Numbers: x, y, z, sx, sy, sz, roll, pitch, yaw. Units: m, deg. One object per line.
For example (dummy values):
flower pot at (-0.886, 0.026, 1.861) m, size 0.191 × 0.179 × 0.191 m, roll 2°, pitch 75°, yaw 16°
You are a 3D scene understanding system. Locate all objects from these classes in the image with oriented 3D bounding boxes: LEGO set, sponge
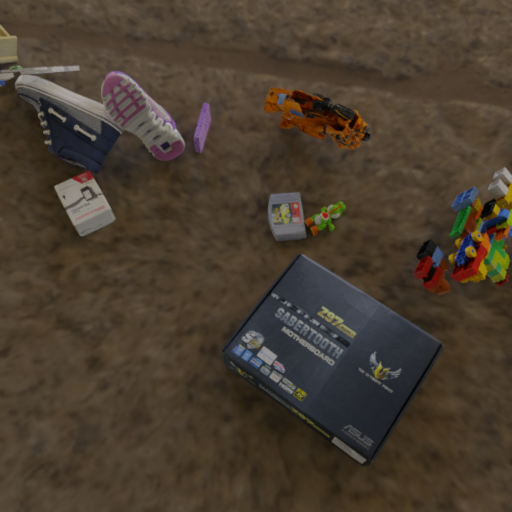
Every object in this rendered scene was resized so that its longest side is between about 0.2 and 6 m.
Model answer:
LEGO set at (-5.148, -3.651, 11.683) m, size 2.373 × 0.582 × 1.773 m, roll 0°, pitch 19°, yaw 13°
sponge at (-1.102, -2.629, 11.502) m, size 0.137 × 0.511 × 0.916 m, roll 10°, pitch 64°, yaw 5°

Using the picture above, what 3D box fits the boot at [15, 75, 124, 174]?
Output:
boot at (-4.027, -2.679, 11.305) m, size 2.799 × 1.018 × 1.264 m, roll 25°, pitch 84°, yaw 24°

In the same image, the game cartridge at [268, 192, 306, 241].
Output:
game cartridge at (0.566, -0.764, 10.738) m, size 0.667 × 0.205 × 1.001 m, roll -7°, pitch 63°, yaw 1°

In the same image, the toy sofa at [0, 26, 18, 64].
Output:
toy sofa at (-6.204, -4.983, 12.656) m, size 0.779 × 0.918 × 1.882 m, roll -25°, pitch 63°, yaw -40°

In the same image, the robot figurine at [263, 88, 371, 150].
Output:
robot figurine at (1.228, -2.646, 10.909) m, size 2.089 × 1.514 × 0.608 m, roll 27°, pitch 91°, yaw 32°

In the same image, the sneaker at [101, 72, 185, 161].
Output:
sneaker at (-2.217, -2.807, 10.958) m, size 0.828 × 2.060 × 0.911 m, roll -27°, pitch 45°, yaw 17°

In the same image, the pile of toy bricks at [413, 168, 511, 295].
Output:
pile of toy bricks at (4.031, -0.119, 9.927) m, size 1.388 × 1.560 × 2.813 m, roll 46°, pitch 51°, yaw -9°

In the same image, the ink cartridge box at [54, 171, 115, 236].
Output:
ink cartridge box at (-3.271, -1.001, 10.709) m, size 0.752 × 0.431 × 1.035 m, roll -28°, pitch 66°, yaw -14°

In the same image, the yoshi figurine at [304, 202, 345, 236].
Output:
yoshi figurine at (1.341, -0.722, 10.665) m, size 0.807 × 0.453 × 0.452 m, roll -33°, pitch 27°, yaw -1°

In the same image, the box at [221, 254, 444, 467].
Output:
box at (1.223, 1.609, 9.199) m, size 2.879 × 0.734 × 2.270 m, roll 34°, pitch 67°, yaw 16°
